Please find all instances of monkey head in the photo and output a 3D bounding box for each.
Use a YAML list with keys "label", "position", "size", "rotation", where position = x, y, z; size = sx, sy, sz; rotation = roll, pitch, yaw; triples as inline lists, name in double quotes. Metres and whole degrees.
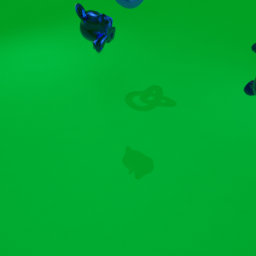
- label: "monkey head"
  position: [-0.772, -2.159, 6.371]
  size: [0.786, 1.304, 0.938]
  rotation: [12, 67, 20]
- label: "monkey head"
  position: [2.903, -1.059, 5.664]
  size: [1.284, 1.076, 1.785]
  rotation: [30, 4, -10]

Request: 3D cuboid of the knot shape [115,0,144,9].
- label: "knot shape"
  position: [-0.207, -4.456, 8.676]
  size: [1.667, 0.770, 1.560]
  rotation: [4, 55, 2]
